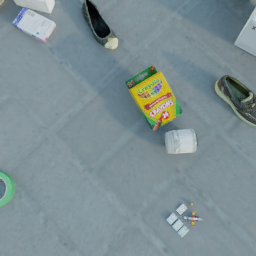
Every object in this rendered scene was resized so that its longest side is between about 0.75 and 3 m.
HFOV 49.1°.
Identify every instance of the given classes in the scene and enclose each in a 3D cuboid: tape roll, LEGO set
[{"bbox_3d":[-5.025,2.326,10.623,1.335,0.321,1.335,0,79,0],"label":"tape roll"},{"bbox_3d":[2.160,3.357,10.442,1.172,0.288,0.876,-42,85,-8],"label":"LEGO set"}]

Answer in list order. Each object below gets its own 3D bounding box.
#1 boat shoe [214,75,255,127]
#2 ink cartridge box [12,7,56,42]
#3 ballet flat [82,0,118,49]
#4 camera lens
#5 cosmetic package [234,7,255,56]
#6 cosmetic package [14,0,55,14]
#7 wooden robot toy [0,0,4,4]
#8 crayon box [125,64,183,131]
[{"bbox_3d":[4.591,-1.050,11.021,2.692,0.885,0.962,44,82,8],"label":"boat shoe"},{"bbox_3d":[-4.020,-4.431,12.009,1.578,0.331,0.941,28,80,2],"label":"ink cartridge box"},{"bbox_3d":[-1.247,-4.324,11.787,0.822,0.702,2.472,-33,80,-6],"label":"ballet flat"},{"bbox_3d":[2.032,0.515,10.697,1.121,0.897,0.897,-5,78,0],"label":"camera lens"},{"bbox_3d":[5.838,-4.189,11.163,1.857,1.859,2.253,32,80,7],"label":"cosmetic package"},{"bbox_3d":[-4.078,-5.558,11.983,1.617,0.820,0.576,16,78,2],"label":"cosmetic package"},{"bbox_3d":[-5.602,-5.850,11.801,2.924,1.288,1.327,-27,45,21],"label":"wooden robot toy"},{"bbox_3d":[0.991,-1.173,10.774,1.387,0.555,2.185,-33,103,-3],"label":"crayon box"}]
